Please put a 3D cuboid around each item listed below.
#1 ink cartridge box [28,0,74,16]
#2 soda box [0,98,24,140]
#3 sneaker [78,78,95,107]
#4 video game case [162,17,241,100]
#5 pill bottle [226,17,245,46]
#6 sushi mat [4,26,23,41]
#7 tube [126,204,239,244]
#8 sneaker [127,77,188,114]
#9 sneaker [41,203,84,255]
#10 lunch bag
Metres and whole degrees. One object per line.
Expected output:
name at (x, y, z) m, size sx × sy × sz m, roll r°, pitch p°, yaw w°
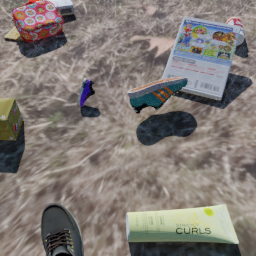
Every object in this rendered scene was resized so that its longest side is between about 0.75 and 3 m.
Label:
ink cartridge box at (-3.527, -5.680, 12.641) m, size 1.650 × 0.579 × 2.030 m, roll -18°, pitch 56°, yaw -19°
soda box at (-4.435, -0.263, 7.833) m, size 2.666 × 0.903 × 0.853 m, roll 0°, pitch 50°, yaw 0°
sneaker at (-1.248, -1.058, 8.635) m, size 0.438 × 0.880 × 0.306 m, roll 14°, pitch 11°, yaw -3°
video game case at (2.473, -2.422, 9.440) m, size 2.012 × 0.253 × 2.810 m, roll 16°, pitch 73°, yaw 14°
pill bottle at (4.206, -3.786, 10.987) m, size 0.642 × 0.642 × 1.172 m, roll 5°, pitch 50°, yaw 4°
sushi mat at (-4.356, -4.159, 11.648) m, size 0.846 × 0.107 × 1.768 m, roll 12°, pitch 51°, yaw 8°
tube at (1.145, 2.096, 6.096) m, size 2.358 × 0.612 × 0.684 m, roll 1°, pitch 88°, yaw -6°
sneaker at (0.940, -0.989, 8.337) m, size 1.913 × 0.764 × 0.683 m, roll -19°, pitch 19°, yaw -12°
sneaker at (-1.306, 2.255, 5.557) m, size 0.796 × 1.131 × 2.129 m, roll -19°, pitch 52°, yaw -15°
lunch bag at (-3.624, -4.351, 11.112) m, size 1.784 × 0.731 × 1.571 m, roll -26°, pitch 76°, yaw -25°
